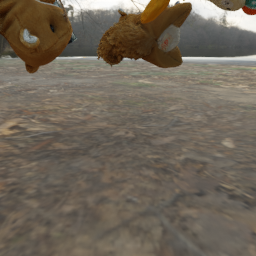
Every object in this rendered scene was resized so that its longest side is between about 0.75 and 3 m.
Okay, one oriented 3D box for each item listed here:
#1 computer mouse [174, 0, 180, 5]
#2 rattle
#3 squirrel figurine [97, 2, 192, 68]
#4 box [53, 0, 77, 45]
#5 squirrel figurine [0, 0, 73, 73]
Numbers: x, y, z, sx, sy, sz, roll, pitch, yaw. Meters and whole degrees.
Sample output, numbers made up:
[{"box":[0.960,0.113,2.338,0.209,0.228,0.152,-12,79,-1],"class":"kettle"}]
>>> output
[{"box":[1.793,-4.479,10.163,0.167,0.763,0.418,15,-12,-37],"class":"computer mouse"},{"box":[2.028,-2.728,6.361,2.909,2.078,1.894,28,-20,-32],"class":"rattle"},{"box":[0.227,-3.074,9.049,2.745,1.943,2.562,-23,41,-27],"class":"squirrel figurine"},{"box":[-2.987,-3.659,9.677,1.624,2.044,0.470,-16,29,23],"class":"box"},{"box":[-2.492,-2.224,5.096,2.858,2.668,2.023,-30,4,-25],"class":"squirrel figurine"}]
